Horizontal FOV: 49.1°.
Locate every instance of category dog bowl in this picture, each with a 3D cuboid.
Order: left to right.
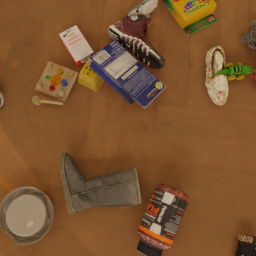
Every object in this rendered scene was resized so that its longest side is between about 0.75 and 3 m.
[{"bbox_3d":[-3.725,3.231,10.422,2.047,0.600,2.047,0,76,0],"label":"dog bowl"}]

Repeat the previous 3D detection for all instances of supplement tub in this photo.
[{"bbox_3d":[1.187,3.346,10.030,1.318,1.318,2.465,23,76,6],"label":"supplement tub"}]

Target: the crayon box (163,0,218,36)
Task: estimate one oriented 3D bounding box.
[{"bbox_3d":[2.759,-5.695,12.684,1.699,0.680,2.676,-29,78,-7],"label":"crayon box"}]

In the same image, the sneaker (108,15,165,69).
[{"bbox_3d":[0.729,-3.942,12.033,2.956,1.118,1.708,38,76,10],"label":"sneaker"}]

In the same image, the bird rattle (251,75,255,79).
[{"bbox_3d":[6.164,-2.153,11.340,1.940,1.582,1.093,2,76,-4],"label":"bird rattle"}]

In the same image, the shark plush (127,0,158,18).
[{"bbox_3d":[0.825,-5.663,12.432,2.004,0.910,0.835,-53,50,17],"label":"shark plush"}]

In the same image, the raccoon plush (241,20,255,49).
[{"bbox_3d":[5.609,-3.526,11.296,1.878,2.803,1.356,31,114,9],"label":"raccoon plush"}]

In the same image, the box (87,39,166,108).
[{"bbox_3d":[-0.024,-2.147,11.398,2.942,0.477,1.782,42,54,2],"label":"box"}]

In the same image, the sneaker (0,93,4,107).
[{"bbox_3d":[-5.712,-1.602,11.588,0.672,0.747,1.731,-20,76,-5],"label":"sneaker"}]

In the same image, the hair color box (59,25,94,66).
[{"bbox_3d":[-2.220,-3.595,12.237,0.870,0.501,1.568,-31,79,-7],"label":"hair color box"}]

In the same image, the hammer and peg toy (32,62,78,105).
[{"bbox_3d":[-3.045,-1.686,11.654,1.430,0.686,1.945,21,77,4],"label":"hammer and peg toy"}]

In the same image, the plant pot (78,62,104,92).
[{"bbox_3d":[-1.514,-2.249,11.712,0.951,0.839,0.951,28,78,6],"label":"plant pot"}]

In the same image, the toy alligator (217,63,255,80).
[{"bbox_3d":[4.746,-2.393,11.581,2.178,0.591,0.646,-6,83,-17],"label":"toy alligator"}]

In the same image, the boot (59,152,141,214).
[{"bbox_3d":[-1.026,1.894,10.563,2.767,1.004,2.516,-13,90,4],"label":"boot"}]

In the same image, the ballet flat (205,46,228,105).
[{"bbox_3d":[3.728,-2.262,11.725,0.973,0.823,2.574,-4,76,-3],"label":"ballet flat"}]

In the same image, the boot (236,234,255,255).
[{"bbox_3d":[4.635,4.514,10.141,1.476,0.540,1.111,7,76,8],"label":"boot"}]
